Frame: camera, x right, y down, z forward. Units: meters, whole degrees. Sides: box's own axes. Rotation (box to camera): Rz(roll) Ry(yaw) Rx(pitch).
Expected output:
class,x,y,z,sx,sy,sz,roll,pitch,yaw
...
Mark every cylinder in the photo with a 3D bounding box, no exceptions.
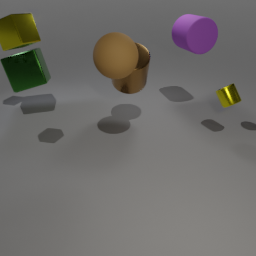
class,x,y,z,sx,sy,sz,roll,pitch,yaw
cylinder,3.622,-1.158,10.102,0.700,0.700,0.700,-24,0,0
cylinder,0.073,-2.238,10.551,1.400,1.400,1.400,1,60,-2
cylinder,2.712,-3.866,11.503,1.400,1.400,1.400,-9,28,-15

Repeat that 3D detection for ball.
class,x,y,z,sx,sy,sz,roll,pitch,yaw
ball,-0.379,-2.214,8.630,1.400,1.400,1.400,0,30,0

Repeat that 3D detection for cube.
class,x,y,z,sx,sy,sz,roll,pitch,yaw
cube,-2.745,-2.380,6.943,0.700,0.700,0.700,-7,19,28
cube,-4.199,-2.444,11.698,1.400,1.400,1.400,-17,21,-2
